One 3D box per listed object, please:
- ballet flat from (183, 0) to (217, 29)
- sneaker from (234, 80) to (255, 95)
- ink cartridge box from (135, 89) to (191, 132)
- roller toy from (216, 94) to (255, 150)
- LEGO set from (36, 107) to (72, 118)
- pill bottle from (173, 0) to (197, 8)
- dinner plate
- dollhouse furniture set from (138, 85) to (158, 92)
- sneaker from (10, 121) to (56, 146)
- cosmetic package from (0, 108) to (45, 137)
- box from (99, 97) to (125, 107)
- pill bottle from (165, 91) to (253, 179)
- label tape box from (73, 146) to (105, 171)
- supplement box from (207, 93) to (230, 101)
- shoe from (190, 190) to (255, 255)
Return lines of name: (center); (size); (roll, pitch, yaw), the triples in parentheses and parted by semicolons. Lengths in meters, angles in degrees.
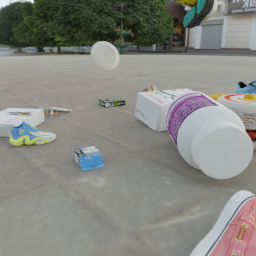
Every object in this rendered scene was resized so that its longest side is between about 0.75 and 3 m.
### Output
ballet flat: (2.383, -3.752, 8.820); (0.748, 0.748, 2.047); (-3, -5, -8)
sneaker: (5.795, -1.585, 12.771); (0.962, 1.103, 2.453); (-10, 21, -27)
ink cartridge box: (1.651, -0.723, 10.212); (2.306, 0.961, 1.675); (-8, 25, -25)
roller toy: (3.564, -0.295, 8.343); (1.873, 1.435, 2.053); (-8, 20, -23)
LEGO set: (-3.127, -0.669, 11.543); (1.006, 0.331, 1.347); (11, 10, 32)
pill bottle: (2.010, -4.369, 9.207); (1.175, 0.661, 0.661); (12, 14, -17)
dinner plate: (-1.013, -3.352, 12.853); (1.403, 1.403, 0.170); (-10, -8, -28)
dollhouse furniture set: (0.977, -1.780, 14.852); (1.221, 0.596, 1.041); (-16, 3, 42)
sneaker: (-2.805, 0.135, 8.242); (1.300, 0.683, 0.492); (-8, 20, -22)
cosmetic package: (-4.000, -0.227, 9.672); (1.451, 0.497, 1.925); (1, 18, 10)
box: (-0.745, -1.204, 13.034); (1.031, 0.228, 0.826); (-9, 20, -25)
pill bottle: (1.886, 0.095, 6.932); (1.583, 1.583, 2.819); (0, 18, -2)
label tape box: (-0.988, 0.749, 7.060); (0.595, 0.261, 0.825); (-9, 20, -26)
supplement box: (4.114, -1.234, 12.627); (1.658, 0.570, 0.552); (-11, 22, -25)
shoe: (1.622, 1.624, 3.776); (0.928, 0.729, 2.039); (16, 30, 37)
